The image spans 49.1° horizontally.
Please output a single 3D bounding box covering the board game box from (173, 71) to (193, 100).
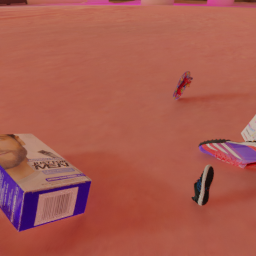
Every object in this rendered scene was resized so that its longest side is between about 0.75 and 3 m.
[{"bbox_3d":[1.826,-1.340,9.107,0.199,1.024,0.809,31,25,25],"label":"board game box"}]

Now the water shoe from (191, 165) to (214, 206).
[{"bbox_3d":[1.299,0.995,4.983,0.271,0.758,0.299,3,11,-41],"label":"water shoe"}]

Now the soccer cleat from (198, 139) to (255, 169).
[{"bbox_3d":[2.291,0.575,6.053,1.607,0.588,0.548,2,-14,32],"label":"soccer cleat"}]

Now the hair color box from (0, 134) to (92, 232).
[{"bbox_3d":[-1.837,0.803,5.064,2.245,0.728,1.227,24,17,41],"label":"hair color box"}]

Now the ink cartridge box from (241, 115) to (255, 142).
[{"bbox_3d":[3.052,0.125,6.264,0.577,0.921,0.592,3,47,-17],"label":"ink cartridge box"}]
